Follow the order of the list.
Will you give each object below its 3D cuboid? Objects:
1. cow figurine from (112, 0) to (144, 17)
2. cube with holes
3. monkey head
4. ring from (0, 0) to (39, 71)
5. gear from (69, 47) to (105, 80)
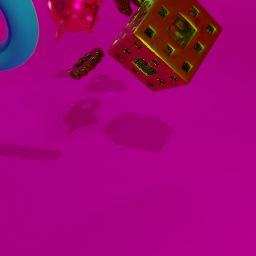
[{"bbox_3d":[-0.268,-3.903,7.554,0.883,1.583,1.609,-32,28,8],"label":"cow figurine"},{"bbox_3d":[0.641,-1.629,5.243,1.279,1.279,1.279,-57,20,-12],"label":"cube with holes"},{"bbox_3d":[-0.963,-2.355,5.136,0.974,1.163,1.617,3,72,-21],"label":"monkey head"},{"bbox_3d":[-2.140,-1.540,3.644,1.964,1.964,0.393,6,53,9],"label":"ring"},{"bbox_3d":[-1.118,-1.741,7.559,1.089,0.201,1.089,-30,32,21],"label":"gear"}]
